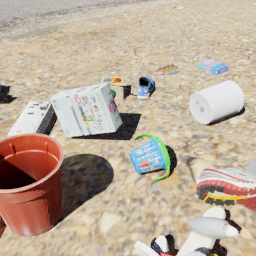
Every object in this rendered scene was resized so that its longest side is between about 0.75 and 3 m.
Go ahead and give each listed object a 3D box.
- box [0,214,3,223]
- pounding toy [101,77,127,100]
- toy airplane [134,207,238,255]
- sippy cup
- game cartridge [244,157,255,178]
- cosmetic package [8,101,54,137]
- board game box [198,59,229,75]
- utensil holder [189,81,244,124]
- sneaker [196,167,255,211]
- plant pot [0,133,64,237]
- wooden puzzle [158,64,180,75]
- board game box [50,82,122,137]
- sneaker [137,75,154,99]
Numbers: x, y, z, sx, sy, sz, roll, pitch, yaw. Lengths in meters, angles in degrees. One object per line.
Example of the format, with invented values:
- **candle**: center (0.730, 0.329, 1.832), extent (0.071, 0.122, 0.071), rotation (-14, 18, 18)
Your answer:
- **box**: center (-4.330, 2.789, 7.325), extent (1.467, 0.448, 1.852), rotation (3, 35, 4)
- **pounding toy**: center (-0.662, -1.993, 13.595), extent (1.297, 1.002, 1.409), rotation (1, 35, 2)
- **toy airplane**: center (1.250, 3.002, 5.731), extent (2.695, 1.910, 2.707), rotation (-13, 43, -1)
- **sippy cup**: center (0.675, 0.987, 9.393), extent (1.108, 1.187, 1.512), rotation (-19, 29, -8)
- **game cartridge**: center (4.658, 1.551, 9.271), extent (1.416, 0.272, 0.918), rotation (23, 46, 29)
- **cosmetic package**: center (-3.887, -0.245, 11.456), extent (1.026, 0.629, 2.485), rotation (1, 35, 3)
- **board game box**: center (5.022, -3.584, 16.430), extent (1.061, 0.314, 1.395), rotation (-24, 42, -30)
- **utensil holder**: center (3.740, -1.057, 11.896), extent (1.762, 1.497, 1.497), rotation (-21, 40, -23)
- **sneaker**: center (3.494, 1.675, 8.354), extent (2.809, 1.093, 1.154), rotation (8, 35, 11)
- **plant pot**: center (-2.680, 1.621, 7.539), extent (2.177, 2.117, 2.177), rotation (0, 35, 0)
- **wooden puzzle**: center (2.375, -3.358, 16.292), extent (1.553, 0.109, 0.921), rotation (-24, 42, -29)
- **board game box**: center (-1.527, -0.622, 10.251), extent (2.235, 1.649, 0.718), rotation (-5, 26, 28)
- **sneaker**: center (0.926, -2.245, 14.068), extent (0.769, 0.872, 1.957), rotation (6, 35, 8)
